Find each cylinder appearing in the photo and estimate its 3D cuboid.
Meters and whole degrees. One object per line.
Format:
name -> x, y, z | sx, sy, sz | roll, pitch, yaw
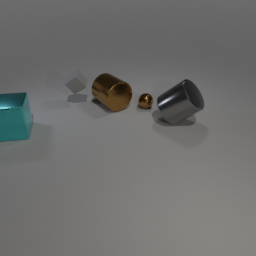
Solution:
cylinder -> 2.141, -1.051, 11.428 | 1.400, 1.400, 1.400 | -31, 13, 36
cylinder -> -0.747, -1.660, 12.890 | 1.400, 1.400, 1.400 | -21, 37, -30

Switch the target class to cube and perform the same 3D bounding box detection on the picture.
cube -> -4.625, -0.445, 10.935 | 1.400, 1.400, 1.400 | -5, 32, -8
cube -> -2.382, -2.126, 12.915 | 0.700, 0.700, 0.700 | -28, 36, 20

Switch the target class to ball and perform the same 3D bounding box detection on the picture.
ball -> 0.821, -1.256, 12.916 | 0.700, 0.700, 0.700 | 0, 32, 0
